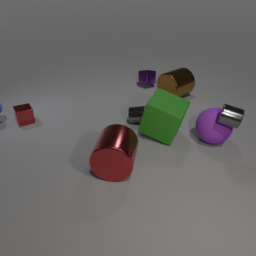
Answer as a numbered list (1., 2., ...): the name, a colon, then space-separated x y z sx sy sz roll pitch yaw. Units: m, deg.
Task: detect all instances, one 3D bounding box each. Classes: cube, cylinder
1. cube: 1.059 -2.818 15.526 0.700 0.700 0.700 -4 7 -43
2. cube: -4.532 -0.580 12.217 0.700 0.700 0.700 -16 35 -26
3. cylinder: 3.560 -0.413 9.716 0.700 0.700 0.700 20 35 10
4. cylinder: 2.437 -2.247 14.264 1.400 1.400 1.400 -24 38 -33
5. cylinder: -0.427 0.801 9.270 1.400 1.400 1.400 5 32 8
6. cube: 1.413 -0.454 10.967 1.400 1.400 1.400 25 39 11
7. cylinder: 0.426 -0.582 12.105 0.700 0.700 0.700 -4 30 14

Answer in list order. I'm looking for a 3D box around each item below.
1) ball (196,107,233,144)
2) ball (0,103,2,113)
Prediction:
1. ball: 3.314 -0.086 10.760 1.400 1.400 1.400 0 31 0
2. ball: -5.700 -0.842 11.852 0.700 0.700 0.700 0 31 0
